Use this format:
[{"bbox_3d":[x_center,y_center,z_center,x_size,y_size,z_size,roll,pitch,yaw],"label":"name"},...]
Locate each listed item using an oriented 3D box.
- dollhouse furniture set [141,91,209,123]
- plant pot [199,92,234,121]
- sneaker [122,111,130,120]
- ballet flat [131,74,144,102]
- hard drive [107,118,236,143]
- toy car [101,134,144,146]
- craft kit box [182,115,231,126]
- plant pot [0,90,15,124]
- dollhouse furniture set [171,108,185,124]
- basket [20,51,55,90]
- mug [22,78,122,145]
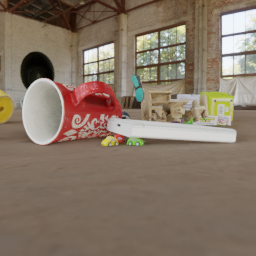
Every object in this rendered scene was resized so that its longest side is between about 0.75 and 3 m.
[{"bbox_3d":[1.524,-0.938,10.661,2.142,1.517,2.332,-2,-9,-10],"label":"dollhouse furniture set"},{"bbox_3d":[5.100,-1.163,16.049,1.685,1.693,1.536,0,12,-3],"label":"plant pot"},{"bbox_3d":[-0.593,-0.551,14.276,1.469,0.559,1.062,10,16,2],"label":"sneaker"},{"bbox_3d":[0.368,-1.276,8.973,0.340,0.931,0.340,-17,-7,-2],"label":"ballet flat"},{"bbox_3d":[1.064,0.053,7.327,2.812,0.375,1.855,4,3,-21],"label":"hard drive"},{"bbox_3d":[-0.063,0.294,6.864,0.955,0.226,1.015,2,5,19],"label":"toy car"},{"bbox_3d":[3.120,-0.321,12.274,2.023,0.497,2.048,3,1,-4],"label":"craft kit box"},{"bbox_3d":[-7.056,-1.216,14.087,2.208,2.347,2.347,20,12,22],"label":"plant pot"},{"bbox_3d":[1.593,-0.186,9.990,1.159,0.918,0.823,1,-12,43],"label":"dollhouse furniture set"},{"bbox_3d":[-3.285,-1.867,10.258,1.137,1.508,1.673,-4,2,-16],"label":"basket"},{"bbox_3d":[-1.176,-0.372,7.550,2.137,1.606,2.407,5,2,36],"label":"mug"}]
